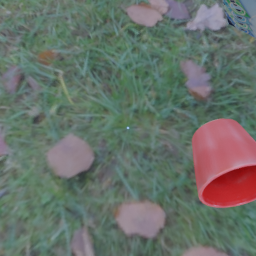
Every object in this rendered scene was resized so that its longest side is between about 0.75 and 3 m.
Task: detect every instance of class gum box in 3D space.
[{"bbox_3d":[2.472,-1.630,4.050,2.393,2.033,0.533,42,102,24],"label":"gum box"}]

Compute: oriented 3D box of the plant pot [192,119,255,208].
[{"bbox_3d":[1.742,0.562,4.925,1.328,1.328,1.175,-6,46,-3],"label":"plant pot"}]
